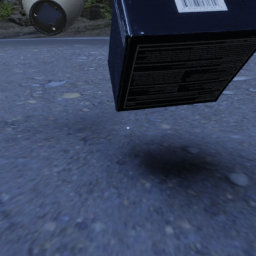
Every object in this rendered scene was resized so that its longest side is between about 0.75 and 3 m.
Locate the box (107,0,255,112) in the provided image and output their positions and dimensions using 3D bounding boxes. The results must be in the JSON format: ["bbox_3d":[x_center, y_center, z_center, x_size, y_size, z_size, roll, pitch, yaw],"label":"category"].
[{"bbox_3d":[0.977,-1.699,5.922,2.616,2.595,1.612,-6,66,-11],"label":"box"}]

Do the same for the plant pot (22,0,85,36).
[{"bbox_3d":[-2.068,-3.321,7.545,1.829,1.829,1.953,-2,40,-6],"label":"plant pot"}]
